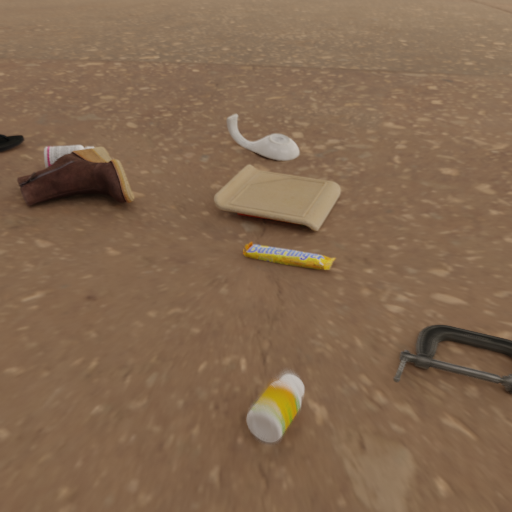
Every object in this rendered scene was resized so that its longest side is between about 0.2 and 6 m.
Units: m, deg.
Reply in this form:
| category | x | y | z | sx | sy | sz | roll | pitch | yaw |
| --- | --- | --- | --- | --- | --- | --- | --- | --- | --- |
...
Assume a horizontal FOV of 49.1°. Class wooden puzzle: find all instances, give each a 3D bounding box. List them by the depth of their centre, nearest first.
| category | x | y | z | sx | sy | sz | roll | pitch | yaw |
| --- | --- | --- | --- | --- | --- | --- | --- | --- | --- |
| wooden puzzle | 0.437 | -1.080 | 10.502 | 1.973 | 0.367 | 1.826 | 16 | 34 | 16 |

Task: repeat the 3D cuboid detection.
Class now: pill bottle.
| category | x | y | z | sx | sy | sz | roll | pitch | yaw |
| --- | --- | --- | --- | --- | --- | --- | --- | --- | --- |
| pill bottle | 0.238 | 1.612 | 6.033 | 0.403 | 0.403 | 0.726 | 16 | 32 | 24 |
| pill bottle | -3.901 | -2.040 | 11.800 | 0.986 | 0.559 | 0.559 | -5 | 32 | -9 |

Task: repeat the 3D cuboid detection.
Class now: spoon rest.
| category | x | y | z | sx | sy | sz | roll | pitch | yaw |
| --- | --- | --- | --- | --- | --- | --- | --- | --- | --- |
| spoon rest | 0.137 | -2.631 | 12.914 | 1.879 | 0.570 | 0.934 | 32 | 43 | 21 |

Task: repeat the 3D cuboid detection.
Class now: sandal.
| category | x | y | z | sx | sy | sz | roll | pitch | yaw |
| --- | --- | --- | --- | --- | --- | --- | --- | --- | --- |
| sandal | -6.481 | -2.728 | 12.992 | 2.068 | 0.466 | 0.777 | 0 | 32 | 0 |

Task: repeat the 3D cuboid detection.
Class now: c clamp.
| category | x | y | z | sx | sy | sz | roll | pitch | yaw |
| --- | --- | --- | --- | --- | --- | --- | --- | --- | --- |
| c clamp | 2.536 | 1.300 | 6.788 | 1.592 | 0.216 | 1.360 | 8 | 28 | 16 |

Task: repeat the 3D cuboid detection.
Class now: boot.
| category | x | y | z | sx | sy | sz | roll | pitch | yaw |
| --- | --- | --- | --- | --- | --- | --- | --- | --- | --- |
| boot | -3.442 | -1.285 | 10.650 | 1.838 | 0.799 | 2.209 | -27 | 40 | -17 |

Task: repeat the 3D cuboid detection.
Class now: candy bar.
| category | x | y | z | sx | sy | sz | roll | pitch | yaw |
| --- | --- | --- | --- | --- | --- | --- | --- | --- | --- |
| candy bar | 0.493 | 0.013 | 8.857 | 1.483 | 0.164 | 0.370 | 10 | 33 | 16 |
